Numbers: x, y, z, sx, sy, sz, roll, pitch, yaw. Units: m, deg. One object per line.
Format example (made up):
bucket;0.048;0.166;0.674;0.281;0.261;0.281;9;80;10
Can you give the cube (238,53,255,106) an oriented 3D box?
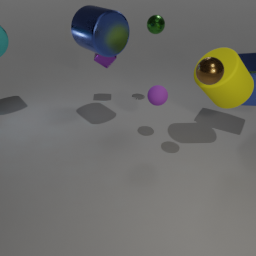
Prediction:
cube;4.347;-1.757;10.058;1.400;1.400;1.400;7;43;39

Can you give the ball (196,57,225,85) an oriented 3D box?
ball;2.078;-1.443;7.099;0.700;0.700;0.700;0;31;0

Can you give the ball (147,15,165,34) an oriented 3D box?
ball;1.069;-3.963;10.736;0.700;0.700;0.700;0;31;0

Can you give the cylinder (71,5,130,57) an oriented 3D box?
cylinder;-0.902;-3.140;9.051;1.400;1.400;1.400;-21;37;-31

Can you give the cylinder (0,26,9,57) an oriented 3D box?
cylinder;-5.252;-3.358;10.091;1.400;1.400;1.400;-22;48;-32

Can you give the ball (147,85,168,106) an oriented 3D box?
ball;1.014;-1.110;9.575;0.700;0.700;0.700;0;31;0

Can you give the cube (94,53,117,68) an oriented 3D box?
cube;-0.955;-3.129;11.944;0.700;0.700;0.700;28;42;-27

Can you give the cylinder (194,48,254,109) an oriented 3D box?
cylinder;2.983;-1.520;8.720;1.400;1.400;1.400;33;5;-42
